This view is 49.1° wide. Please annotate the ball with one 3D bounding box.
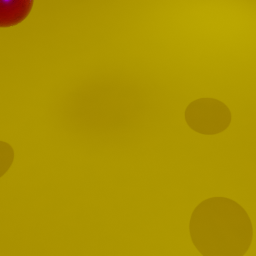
[{"bbox_3d":[-2.201,-2.314,4.728,1.170,1.170,1.170,0,53,0],"label":"ball"}]
